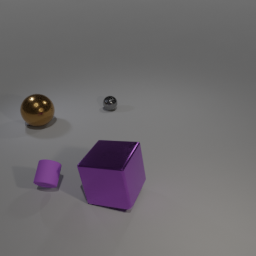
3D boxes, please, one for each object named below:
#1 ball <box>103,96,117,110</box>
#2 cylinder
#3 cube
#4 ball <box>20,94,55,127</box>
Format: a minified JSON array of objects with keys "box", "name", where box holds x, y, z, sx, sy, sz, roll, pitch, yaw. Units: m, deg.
[{"box":[-0.854,-1.194,13.420,0.700,0.700,0.700,0,30,0],"name":"ball"},{"box":[-2.435,1.393,8.501,0.700,0.700,0.700,4,65,7],"name":"cylinder"},{"box":[-0.413,1.308,8.168,1.400,1.400,1.400,2,29,23],"name":"cube"},{"box":[-3.850,-0.755,11.945,1.400,1.400,1.400,0,30,0],"name":"ball"}]
